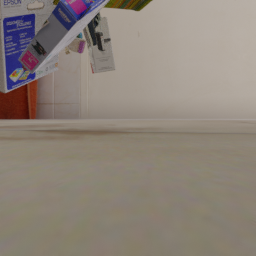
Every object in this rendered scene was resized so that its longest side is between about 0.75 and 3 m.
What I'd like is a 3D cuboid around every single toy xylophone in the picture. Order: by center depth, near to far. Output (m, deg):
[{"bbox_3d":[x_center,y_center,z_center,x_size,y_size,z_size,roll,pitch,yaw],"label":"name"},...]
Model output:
[{"bbox_3d":[-2.084,-3.657,10.249,0.526,2.094,1.533,-9,-10,-22],"label":"toy xylophone"}]

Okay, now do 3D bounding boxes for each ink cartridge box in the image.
[{"bbox_3d":[-1.217,-2.245,5.896,2.626,0.551,1.567,-22,27,46],"label":"ink cartridge box"},{"bbox_3d":[-3.246,-2.948,9.183,0.683,2.908,2.873,20,32,16],"label":"ink cartridge box"},{"bbox_3d":[-1.142,-3.215,11.109,0.827,1.976,1.425,-11,12,-11],"label":"ink cartridge box"}]

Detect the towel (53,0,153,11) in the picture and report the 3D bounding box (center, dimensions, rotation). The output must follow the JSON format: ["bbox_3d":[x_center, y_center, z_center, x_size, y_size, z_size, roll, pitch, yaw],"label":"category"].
[{"bbox_3d":[-0.537,-3.235,7.021,2.469,0.223,1.062,-9,-1,-27],"label":"towel"}]

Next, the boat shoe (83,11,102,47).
[{"bbox_3d":[-1.168,-3.469,8.588,0.654,2.114,0.791,-12,-18,-15],"label":"boat shoe"}]
